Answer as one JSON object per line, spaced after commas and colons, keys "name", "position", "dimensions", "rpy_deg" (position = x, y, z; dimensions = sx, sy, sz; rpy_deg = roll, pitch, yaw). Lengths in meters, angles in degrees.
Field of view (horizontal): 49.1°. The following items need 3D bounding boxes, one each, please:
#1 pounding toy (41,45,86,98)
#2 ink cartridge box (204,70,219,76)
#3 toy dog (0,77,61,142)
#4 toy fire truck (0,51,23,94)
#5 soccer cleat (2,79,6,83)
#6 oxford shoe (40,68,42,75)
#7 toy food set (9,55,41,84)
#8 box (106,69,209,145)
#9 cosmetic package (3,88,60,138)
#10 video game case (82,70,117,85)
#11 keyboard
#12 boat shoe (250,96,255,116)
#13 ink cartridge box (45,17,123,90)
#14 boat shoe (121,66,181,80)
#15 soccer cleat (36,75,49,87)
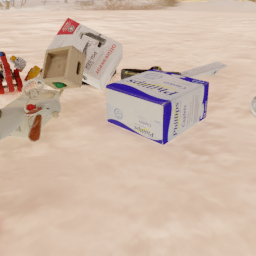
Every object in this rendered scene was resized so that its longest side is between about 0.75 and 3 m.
{"name": "pounding toy", "position": [-2.327, -1.906, 10.098], "dimensions": [1.462, 1.588, 1.129], "rpy_deg": [0, -13, 31]}
{"name": "ink cartridge box", "position": [4.128, -2.877, 14.029], "dimensions": [0.565, 0.320, 0.771], "rpy_deg": [25, 37, 38]}
{"name": "toy dog", "position": [-2.905, -0.142, 7.528], "dimensions": [2.403, 1.585, 1.157], "rpy_deg": [-29, 62, -12]}
{"name": "toy fire truck", "position": [-4.989, -2.318, 11.560], "dimensions": [0.977, 1.463, 1.742], "rpy_deg": [-12, 46, -23]}
{"name": "soccer cleat", "position": [-6.337, -2.336, 12.625], "dimensions": [2.122, 0.728, 0.904], "rpy_deg": [6, 24, 2]}
{"name": "oxford shoe", "position": [-3.943, -2.664, 13.430], "dimensions": [0.485, 0.506, 1.371], "rpy_deg": [-4, 28, -7]}
{"name": "toy food set", "position": [-4.656, -2.519, 12.498], "dimensions": [1.821, 0.869, 0.820], "rpy_deg": [27, 79, 21]}
{"name": "box", "position": [0.964, -0.842, 9.107], "dimensions": [2.332, 1.330, 2.535], "rpy_deg": [22, 36, 37]}
{"name": "cosmetic package", "position": [-3.155, -0.547, 9.138], "dimensions": [1.115, 0.787, 2.154], "rpy_deg": [6, 30, 8]}
{"name": "video game case", "position": [-1.810, -2.547, 13.452], "dimensions": [1.989, 0.281, 2.201], "rpy_deg": [7, 29, 13]}
{"name": "keyboard", "position": [3.341, -2.739, 13.492], "dimensions": [2.933, 0.156, 0.825], "rpy_deg": [-18, 37, -16]}
{"name": "boat shoe", "position": [4.756, -0.615, 9.317], "dimensions": [0.843, 0.733, 2.286], "rpy_deg": [2, 28, 5]}
{"name": "ink cartridge box", "position": [-1.786, -3.108, 11.800], "dimensions": [2.640, 1.094, 1.938], "rpy_deg": [27, 77, 6]}
{"name": "boat shoe", "position": [1.061, -2.261, 12.247], "dimensions": [2.790, 0.840, 0.995], "rpy_deg": [-6, 29, -7]}
{"name": "soccer cleat", "position": [-3.225, -2.088, 12.350], "dimensions": [1.733, 0.595, 0.738], "rpy_deg": [7, 40, 15]}
